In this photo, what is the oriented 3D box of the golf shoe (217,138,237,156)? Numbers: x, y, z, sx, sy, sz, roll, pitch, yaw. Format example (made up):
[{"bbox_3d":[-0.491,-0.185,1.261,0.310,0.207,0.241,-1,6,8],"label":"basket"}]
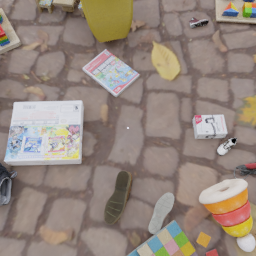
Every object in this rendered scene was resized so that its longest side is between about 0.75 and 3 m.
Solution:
[{"bbox_3d":[3.221,0.571,9.102,0.810,0.383,0.315,-39,72,-15],"label":"golf shoe"}]

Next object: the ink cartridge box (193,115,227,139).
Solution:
[{"bbox_3d":[2.730,-0.044,9.366,0.995,0.415,0.723,-2,65,-1],"label":"ink cartridge box"}]

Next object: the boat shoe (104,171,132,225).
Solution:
[{"bbox_3d":[-0.204,2.070,8.267,0.573,0.541,1.592,18,80,24],"label":"boat shoe"}]

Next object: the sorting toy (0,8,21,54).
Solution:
[{"bbox_3d":[-5.698,-3.782,10.941,2.183,0.760,2.169,-29,68,-12],"label":"sorting toy"}]

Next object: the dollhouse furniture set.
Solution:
[{"bbox_3d":[-2.395,-6.231,11.515,2.398,1.817,2.736,8,65,4],"label":"dollhouse furniture set"}]

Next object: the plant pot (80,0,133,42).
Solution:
[{"bbox_3d":[-0.764,-4.332,10.472,1.842,1.884,1.830,-13,36,-5],"label":"plant pot"}]

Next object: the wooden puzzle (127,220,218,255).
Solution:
[{"bbox_3d":[1.085,3.614,7.462,2.750,0.193,1.631,-33,87,-12],"label":"wooden puzzle"}]

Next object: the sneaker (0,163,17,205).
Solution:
[{"bbox_3d":[-4.412,2.047,8.036,1.519,1.007,2.669,25,65,14],"label":"sneaker"}]

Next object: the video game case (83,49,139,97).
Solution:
[{"bbox_3d":[-0.641,-2.086,10.480,1.773,0.155,1.268,40,71,17],"label":"video game case"}]

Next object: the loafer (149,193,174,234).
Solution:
[{"bbox_3d":[0.937,2.434,8.066,0.445,0.389,1.239,27,79,10],"label":"loafer"}]

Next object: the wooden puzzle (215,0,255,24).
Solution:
[{"bbox_3d":[4.676,-5.269,11.810,1.890,0.472,2.040,4,65,2],"label":"wooden puzzle"}]

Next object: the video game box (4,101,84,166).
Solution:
[{"bbox_3d":[-2.661,0.144,9.212,2.339,0.547,2.131,-1,62,0],"label":"video game box"}]

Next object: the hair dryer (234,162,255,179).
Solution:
[{"bbox_3d":[4.190,1.152,8.798,1.213,0.433,1.593,31,67,15],"label":"hair dryer"}]

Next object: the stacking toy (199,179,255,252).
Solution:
[{"bbox_3d":[3.008,2.531,7.909,1.417,1.417,1.940,-23,86,-11],"label":"stacking toy"}]

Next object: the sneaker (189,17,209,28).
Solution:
[{"bbox_3d":[2.881,-4.413,11.509,0.796,0.301,0.460,-13,63,-5],"label":"sneaker"}]
